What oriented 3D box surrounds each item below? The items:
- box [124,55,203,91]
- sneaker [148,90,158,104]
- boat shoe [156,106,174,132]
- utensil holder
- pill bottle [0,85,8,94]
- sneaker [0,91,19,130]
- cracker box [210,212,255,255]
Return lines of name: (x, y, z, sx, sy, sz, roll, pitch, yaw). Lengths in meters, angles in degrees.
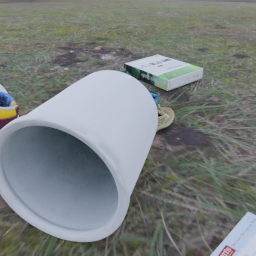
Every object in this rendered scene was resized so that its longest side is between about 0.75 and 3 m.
box: (1.441, -2.428, 11.888, 2.017, 0.508, 2.795, -22, 35, -30)
sneaker: (0.020, -0.787, 8.728, 1.006, 0.899, 2.456, 19, 35, 30)
boat shoe: (0.734, -0.263, 7.958, 0.684, 0.585, 1.865, 5, 28, 36)
utensil holder: (-0.745, 0.315, 5.499, 2.370, 2.370, 2.789, 9, 28, 15)
pill bottle: (-4.412, -0.832, 8.145, 1.548, 1.548, 2.788, -22, 37, -33)
sneaker: (-2.538, 0.039, 5.521, 1.067, 2.847, 1.283, 27, 71, 6)
cracker box: (2.104, 1.957, 3.690, 1.139, 0.490, 1.700, -30, 32, -32)
